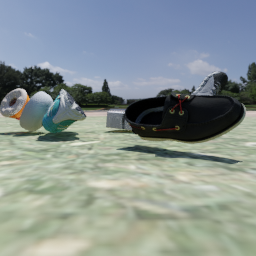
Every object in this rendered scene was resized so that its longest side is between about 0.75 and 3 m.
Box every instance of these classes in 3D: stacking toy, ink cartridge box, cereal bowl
[{"bbox_3d":[-2.598,-0.398,7.166,0.808,0.808,1.106,3,-28,30],"label":"stacking toy"},{"bbox_3d":[0.051,-0.179,7.273,1.045,0.440,0.763,7,5,23],"label":"ink cartridge box"},{"bbox_3d":[-2.123,-0.342,6.755,0.427,1.024,1.024,30,8,5],"label":"cereal bowl"}]

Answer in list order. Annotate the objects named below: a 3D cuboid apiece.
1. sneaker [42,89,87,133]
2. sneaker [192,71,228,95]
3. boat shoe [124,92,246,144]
[{"bbox_3d":[-1.532,-0.341,6.356,0.872,0.848,2.189,-38,9,-5],"label":"sneaker"},{"bbox_3d":[3.275,-1.053,10.732,2.908,1.091,1.679,-40,35,-15],"label":"sneaker"},{"bbox_3d":[0.705,-0.175,3.992,1.804,0.660,0.565,-5,-39,42],"label":"boat shoe"}]
